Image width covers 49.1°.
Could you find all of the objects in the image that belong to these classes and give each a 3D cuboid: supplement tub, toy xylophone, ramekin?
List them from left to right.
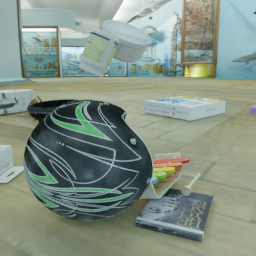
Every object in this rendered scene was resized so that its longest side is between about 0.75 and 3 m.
[{"bbox_3d":[-1.076,-2.717,10.189,1.075,1.483,1.075,23,9,-4],"label":"supplement tub"},{"bbox_3d":[-0.169,-3.526,11.535,2.104,0.980,2.104,16,35,-12],"label":"ramekin"},{"bbox_3d":[0.654,0.894,5.291,1.271,0.436,1.736,-9,7,22],"label":"toy xylophone"}]

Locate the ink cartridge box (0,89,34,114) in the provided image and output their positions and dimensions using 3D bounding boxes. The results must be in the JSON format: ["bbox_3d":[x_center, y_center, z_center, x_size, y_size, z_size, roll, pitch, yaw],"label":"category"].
[{"bbox_3d":[-6.048,-1.280,13.594,2.483,1.029,1.822,-12,16,-36],"label":"ink cartridge box"}]

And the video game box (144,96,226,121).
[{"bbox_3d":[2.727,-1.020,13.478,2.970,0.695,2.706,-12,20,-42],"label":"video game box"}]

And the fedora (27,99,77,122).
[{"bbox_3d":[-2.606,-0.459,10.362,2.124,0.970,2.124,-1,14,0],"label":"fedora"}]

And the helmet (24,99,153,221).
[{"bbox_3d":[-0.632,0.523,4.421,1.916,1.916,1.827,-3,30,-12],"label":"helmet"}]

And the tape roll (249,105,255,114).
[{"bbox_3d":[6.455,-0.891,13.710,0.957,0.314,0.957,-1,13,0],"label":"tape roll"}]

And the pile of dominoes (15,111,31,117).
[{"bbox_3d":[-3.842,-0.861,13.431,2.388,0.380,1.861,3,14,9],"label":"pile of dominoes"}]

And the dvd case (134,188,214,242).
[{"bbox_3d":[0.813,1.334,4.600,1.004,0.108,1.350,6,14,22],"label":"dvd case"}]

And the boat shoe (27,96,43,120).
[{"bbox_3d":[-3.835,-0.688,12.101,0.778,0.829,2.304,-39,34,-9],"label":"boat shoe"}]

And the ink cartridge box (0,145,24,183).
[{"bbox_3d":[-3.219,0.744,6.117,1.677,0.569,0.973,1,13,5],"label":"ink cartridge box"}]
